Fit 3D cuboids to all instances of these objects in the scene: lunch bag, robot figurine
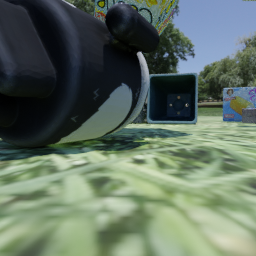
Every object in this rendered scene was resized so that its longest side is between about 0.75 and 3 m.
[{"bbox_3d":[0.309,-0.915,10.856,1.203,1.448,1.726,1,3,23],"label":"lunch bag"},{"bbox_3d":[-0.730,-0.581,3.339,1.905,1.582,2.535,12,8,25],"label":"robot figurine"}]

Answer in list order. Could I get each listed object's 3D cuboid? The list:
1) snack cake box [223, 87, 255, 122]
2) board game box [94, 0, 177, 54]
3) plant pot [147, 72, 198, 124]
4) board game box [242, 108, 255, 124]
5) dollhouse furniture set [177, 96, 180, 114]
[{"bbox_3d":[5.417,-0.984,11.812,2.594,1.491,0.871,2,4,37],"label":"snack cake box"},{"bbox_3d":[0.343,-3.084,5.399,1.396,1.421,2.710,30,-30,6],"label":"board game box"},{"bbox_3d":[1.758,-0.952,10.399,1.737,1.742,1.774,1,-4,18],"label":"plant pot"},{"bbox_3d":[5.018,-0.447,10.408,1.158,0.561,0.923,-1,3,-19],"label":"board game box"},{"bbox_3d":[2.243,-0.925,12.540,0.826,1.314,1.486,-1,4,-39],"label":"dollhouse furniture set"}]
